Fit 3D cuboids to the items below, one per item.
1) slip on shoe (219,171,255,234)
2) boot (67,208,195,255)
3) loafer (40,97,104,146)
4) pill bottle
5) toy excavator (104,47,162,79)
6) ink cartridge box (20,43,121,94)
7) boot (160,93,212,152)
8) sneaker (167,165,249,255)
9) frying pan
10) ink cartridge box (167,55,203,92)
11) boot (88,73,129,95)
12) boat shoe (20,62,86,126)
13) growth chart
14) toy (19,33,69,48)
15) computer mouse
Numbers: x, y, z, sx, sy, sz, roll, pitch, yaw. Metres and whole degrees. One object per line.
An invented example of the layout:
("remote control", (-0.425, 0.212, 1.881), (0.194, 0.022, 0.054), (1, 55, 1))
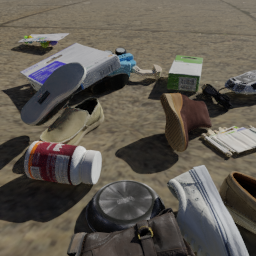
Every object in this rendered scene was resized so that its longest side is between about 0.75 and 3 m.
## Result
("slip on shoe", (3.027, 1.694, 5.084), (1.077, 0.858, 2.832), (-27, 41, -36))
("boot", (0.065, 2.145, 4.094), (1.942, 0.772, 2.231), (-12, 31, 3))
("loafer", (-1.621, -0.154, 8.040), (0.978, 0.883, 2.585), (15, 35, 23))
("pill bottle", (-1.464, 0.818, 6.459), (1.567, 0.895, 0.895), (6, 32, 10))
("toy excavator", (0.115, -2.547, 12.007), (2.009, 1.032, 2.066), (-22, 51, -28))
("ink cartridge box", (-2.324, -2.305, 11.075), (2.937, 0.643, 2.965), (-36, 43, -24))
("boot", (1.832, -0.155, 8.051), (1.644, 0.715, 1.976), (9, 54, -27))
("sneaker", (1.402, 1.879, 4.926), (0.985, 1.016, 2.781), (-25, 33, 8))
("frying pan", (-0.078, 1.879, 5.291), (1.651, 0.444, 2.729), (1, 29, 4))
("ink cartridge box", (2.431, -2.325, 11.713), (1.218, 0.696, 2.346), (8, 33, 13))
("boot", (-1.091, -2.044, 11.322), (1.869, 0.647, 1.627), (-20, 38, -25))
("boat shoe", (-2.064, -0.952, 8.063), (2.311, 0.736, 0.817), (-41, 74, 5))
("growth chart", (3.160, 0.300, 8.003), (1.818, 0.161, 1.316), (-10, 33, -16))
("toy", (-4.795, -5.006, 16.149), (2.541, 0.600, 1.463), (7, 35, 14))
("computer mouse", (4.279, -1.489, 10.497), (2.959, 0.649, 1.623), (-18, 31, -16))
